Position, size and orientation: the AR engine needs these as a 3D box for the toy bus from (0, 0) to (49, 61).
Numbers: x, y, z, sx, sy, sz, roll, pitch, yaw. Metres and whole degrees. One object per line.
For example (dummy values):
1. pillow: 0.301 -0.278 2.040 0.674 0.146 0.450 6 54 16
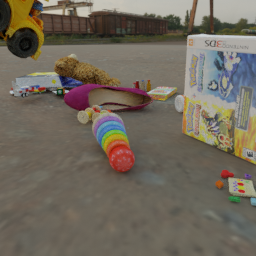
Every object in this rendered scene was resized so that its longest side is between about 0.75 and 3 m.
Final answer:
1. toy bus: -2.431 -2.841 5.914 1.488 2.105 2.193 36 -1 30

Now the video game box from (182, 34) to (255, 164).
1. video game box: 2.073 -0.708 5.833 0.551 2.352 2.143 -12 22 -28

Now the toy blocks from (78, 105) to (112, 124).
1. toy blocks: -0.794 -0.402 7.931 0.850 0.370 1.020 8 21 24

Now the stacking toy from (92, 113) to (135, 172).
1. stacking toy: -0.280 0.303 5.608 0.724 0.724 1.695 -4 25 -12

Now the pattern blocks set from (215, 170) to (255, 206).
1. pattern blocks set: 1.835 0.961 4.534 0.790 0.073 0.899 9 21 23

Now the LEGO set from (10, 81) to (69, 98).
1. LEGO set: -3.318 -1.561 10.600 2.085 0.685 2.791 -10 16 -25

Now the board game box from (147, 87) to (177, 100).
1. board game box: 1.300 -1.351 10.864 0.783 0.246 1.639 8 24 24

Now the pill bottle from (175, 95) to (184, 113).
1. pill bottle: 1.998 -0.795 8.777 0.955 0.539 0.539 -8 21 -20

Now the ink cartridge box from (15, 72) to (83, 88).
1. ink cartridge box: -3.248 -2.130 12.286 2.448 0.575 2.419 -3 15 3

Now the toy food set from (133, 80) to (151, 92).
1. toy food set: 0.538 -1.856 11.859 0.505 0.476 1.058 -9 22 -24

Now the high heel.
1. high heel: -0.542 -0.929 8.520 2.628 0.886 1.263 -9 11 -34

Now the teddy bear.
1. teddy bear: -1.580 -2.300 11.594 2.847 0.951 2.064 25 18 15
